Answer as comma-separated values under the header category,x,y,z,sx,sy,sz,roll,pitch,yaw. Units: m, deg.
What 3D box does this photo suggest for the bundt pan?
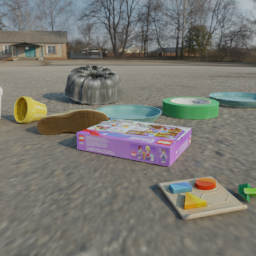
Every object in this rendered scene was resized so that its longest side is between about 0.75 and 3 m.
category,x,y,z,sx,sy,sz,roll,pitch,yaw
bundt pan,-1.628,-2.237,13.656,2.916,1.094,2.916,5,32,-3

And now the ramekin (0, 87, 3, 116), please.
category,x,y,z,sx,sy,sz,roll,pitch,yaw
ramekin,-5.394,-0.642,9.052,2.607,1.214,2.607,0,15,0

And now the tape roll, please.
category,x,y,z,sx,sy,sz,roll,pitch,yaw
tape roll,2.449,-0.823,11.045,2.147,0.516,2.147,-1,15,0

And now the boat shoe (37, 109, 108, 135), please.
category,x,y,z,sx,sy,sz,roll,pitch,yaw
boat shoe,-1.634,-0.240,8.489,2.097,0.747,0.677,-2,16,-4

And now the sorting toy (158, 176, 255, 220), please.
category,x,y,z,sx,sy,sz,roll,pitch,yaw
sorting toy,1.426,1.060,4.734,1.568,0.231,1.159,-5,16,-15

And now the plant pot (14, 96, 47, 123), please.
category,x,y,z,sx,sy,sz,roll,pitch,yaw
plant pot,-3.336,-0.594,9.707,0.908,0.908,0.855,13,4,39

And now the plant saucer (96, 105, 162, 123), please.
category,x,y,z,sx,sy,sz,roll,pitch,yaw
plant saucer,-0.001,-0.399,9.686,2.319,0.417,2.319,1,15,0

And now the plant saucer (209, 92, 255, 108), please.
category,x,y,z,sx,sy,sz,roll,pitch,yaw
plant saucer,5.232,-1.316,13.094,2.787,0.382,2.787,-1,15,0

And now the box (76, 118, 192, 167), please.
category,x,y,z,sx,sy,sz,roll,pitch,yaw
box,0.183,0.270,7.111,2.462,0.481,1.685,8,17,26
